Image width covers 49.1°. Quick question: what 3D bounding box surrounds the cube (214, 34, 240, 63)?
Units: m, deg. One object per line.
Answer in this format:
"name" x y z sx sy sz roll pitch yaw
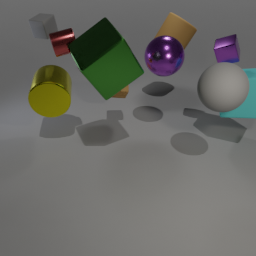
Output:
"cube" 3.403 -2.666 9.599 0.700 0.700 0.700 -7 40 31

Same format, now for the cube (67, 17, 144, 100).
"cube" -0.634 -1.961 8.024 1.400 1.400 1.400 -35 50 5

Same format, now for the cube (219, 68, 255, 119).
"cube" 4.075 -1.239 9.857 1.400 1.400 1.400 4 26 34

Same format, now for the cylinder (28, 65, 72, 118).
"cylinder" -2.715 -1.316 9.922 1.400 1.400 1.400 -4 37 -7

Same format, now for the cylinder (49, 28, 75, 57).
"cylinder" -1.926 -2.566 8.414 0.700 0.700 0.700 -18 34 -8

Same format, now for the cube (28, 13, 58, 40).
"cube" -3.188 -3.855 10.613 0.700 0.700 0.700 15 46 23

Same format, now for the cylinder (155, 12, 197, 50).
"cylinder" 2.031 -4.032 12.219 1.400 1.400 1.400 29 19 -11

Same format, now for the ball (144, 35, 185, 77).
"ball" 1.273 -2.510 9.806 1.400 1.400 1.400 0 31 0

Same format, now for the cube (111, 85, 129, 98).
"cube" -0.383 -1.624 10.963 0.700 0.700 0.700 2 74 -11

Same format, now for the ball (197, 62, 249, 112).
"ball" 2.676 -1.143 7.929 1.400 1.400 1.400 0 31 0
